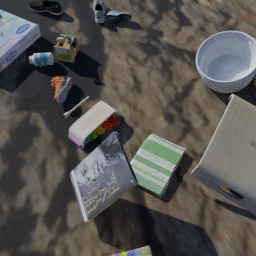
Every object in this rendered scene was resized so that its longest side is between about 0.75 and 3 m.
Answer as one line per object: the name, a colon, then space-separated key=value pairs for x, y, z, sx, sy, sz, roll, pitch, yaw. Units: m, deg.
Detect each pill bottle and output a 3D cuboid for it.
pill bottle: x=-2.982 y=-2.360 z=9.624 sx=0.755 sy=0.418 sz=0.418 roll=-4 pitch=58 yaw=-1

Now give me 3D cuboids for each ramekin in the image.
ramekin: x=3.124 y=-1.981 z=8.780 sx=1.860 sy=0.976 sz=1.860 roll=-8 pitch=66 yaw=18

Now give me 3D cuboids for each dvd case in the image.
dvd case: x=-0.655 y=1.166 z=6.561 sx=0.149 sy=1.866 sz=1.387 roll=14 pitch=42 yaw=-45

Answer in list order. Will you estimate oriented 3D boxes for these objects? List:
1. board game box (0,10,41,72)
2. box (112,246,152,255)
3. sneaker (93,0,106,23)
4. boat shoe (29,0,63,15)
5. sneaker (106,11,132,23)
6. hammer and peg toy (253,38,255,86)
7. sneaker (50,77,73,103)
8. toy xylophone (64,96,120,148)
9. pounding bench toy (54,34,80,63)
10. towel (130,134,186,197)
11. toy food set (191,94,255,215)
board game box: x=-4.959 y=-3.224 z=10.101 sx=2.539 sy=0.524 sz=2.545 roll=26 pitch=61 yaw=16
box: x=-0.378 y=3.631 z=5.262 sx=2.148 sy=1.311 sz=2.069 roll=-11 pitch=58 yaw=-6
sneaker: x=-1.109 y=-4.785 z=11.086 sx=0.502 sy=0.550 sz=1.342 roll=-8 pitch=58 yaw=-5
boat shoe: x=-3.340 y=-4.936 z=11.263 sx=1.422 sy=0.446 sz=0.520 roll=13 pitch=59 yaw=10
sneaker: x=-0.351 y=-4.444 z=10.973 sx=1.019 sy=0.400 sz=0.459 roll=6 pitch=54 yaw=3
hammer and peg toy: x=4.408 y=-2.608 z=9.536 sx=1.709 sy=0.820 sz=2.324 roll=-22 pitch=60 yaw=-14
sneaker: x=-2.242 y=-1.229 z=8.952 sx=0.616 sy=0.426 sz=1.099 roll=9 pitch=48 yaw=11
toy xylophone: x=-1.101 y=-0.262 z=8.279 sx=1.673 sy=0.420 sz=1.225 roll=-36 pitch=64 yaw=-21
pounding bench toy: x=-2.109 y=-2.907 z=9.636 sx=0.608 sy=0.979 sz=0.764 roll=10 pitch=58 yaw=6
towel: x=0.747 y=0.962 z=7.655 sx=1.190 sy=0.182 sz=1.560 roll=26 pitch=62 yaw=16
toy food set: x=3.194 y=0.625 z=7.583 sx=2.094 sy=0.882 sz=2.919 roll=32 pitch=63 yaw=5
